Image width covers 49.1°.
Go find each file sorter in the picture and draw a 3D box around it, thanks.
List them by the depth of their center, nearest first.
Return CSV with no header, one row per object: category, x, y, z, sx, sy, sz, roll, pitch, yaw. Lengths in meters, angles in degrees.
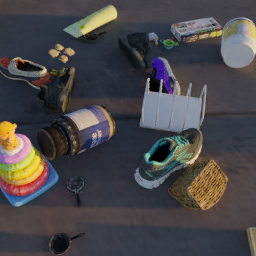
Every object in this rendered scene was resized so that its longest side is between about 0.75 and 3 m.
file sorter,1.523,-0.782,9.618,2.068,1.288,1.435,8,67,7

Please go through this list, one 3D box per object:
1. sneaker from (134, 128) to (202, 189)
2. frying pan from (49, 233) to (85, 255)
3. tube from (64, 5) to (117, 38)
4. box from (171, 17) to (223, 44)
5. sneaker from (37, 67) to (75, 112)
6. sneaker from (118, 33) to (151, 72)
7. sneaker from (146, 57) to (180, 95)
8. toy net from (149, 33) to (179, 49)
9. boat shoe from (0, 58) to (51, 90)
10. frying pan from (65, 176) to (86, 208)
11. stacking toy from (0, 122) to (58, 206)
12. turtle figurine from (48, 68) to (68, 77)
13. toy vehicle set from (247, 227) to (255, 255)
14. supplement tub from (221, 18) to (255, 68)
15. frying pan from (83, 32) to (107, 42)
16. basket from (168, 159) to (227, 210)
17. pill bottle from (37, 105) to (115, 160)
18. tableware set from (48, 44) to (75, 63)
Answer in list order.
sneaker,1.395,0.710,8.616,2.763,1.260,1.072,-36,59,-27
frying pan,-1.671,2.967,7.484,0.930,0.151,0.563,-35,59,-27
tube,-1.782,-5.259,13.910,2.783,0.722,0.807,-37,15,-24
box,3.361,-4.796,13.705,2.210,0.384,1.216,-14,52,-11
sneaker,-2.741,-1.620,10.808,1.243,0.830,2.171,11,57,1
sneaker,0.571,-3.443,12.241,1.394,0.930,2.433,-20,48,-8
sneaker,1.178,-2.004,11.166,1.095,0.765,2.201,-14,52,-10
toy net,1.575,-4.230,13.289,1.649,0.318,0.865,36,59,26
boat shoe,-4.314,-2.423,11.469,2.701,0.845,0.961,25,57,21
frying pan,-1.623,1.862,8.403,0.629,0.169,1.040,5,48,5
stacking toy,-3.066,0.757,7.645,1.558,2.685,1.474,-33,58,-25
turtle figurine,-2.898,-2.252,11.651,0.833,0.332,1.032,5,51,4
toy vehicle set,3.701,3.369,7.105,1.000,0.213,1.609,3,51,2
supplement tub,4.786,-3.682,12.127,1.424,1.424,1.958,11,52,9
frying pan,-1.655,-4.464,13.565,0.738,0.199,1.221,26,49,16
basket,2.112,1.750,8.296,1.398,1.041,0.998,-41,94,-28
pill bottle,-1.583,0.134,8.701,1.264,1.264,2.261,38,42,27
tableware set,-2.649,-3.008,11.182,0.804,0.112,0.963,30,50,-3
